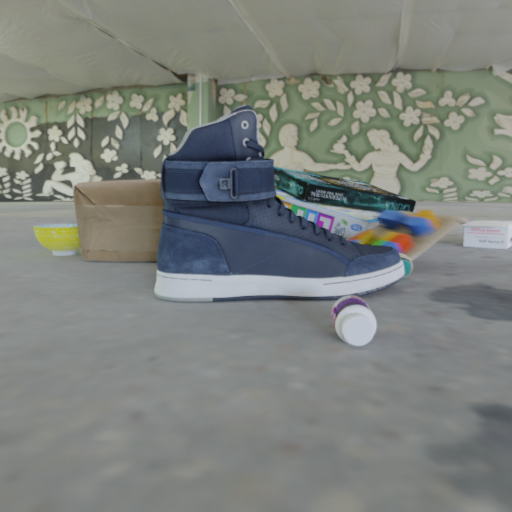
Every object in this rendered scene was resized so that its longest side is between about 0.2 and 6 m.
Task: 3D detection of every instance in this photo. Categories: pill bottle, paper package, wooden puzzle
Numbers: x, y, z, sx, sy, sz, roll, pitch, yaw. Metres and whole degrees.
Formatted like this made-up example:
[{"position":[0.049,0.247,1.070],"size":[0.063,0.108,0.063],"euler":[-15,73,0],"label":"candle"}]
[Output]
[{"position":[0.914,0.613,5.222],"size":[0.372,0.372,0.668],"euler":[0,7,3],"label":"pill bottle"},{"position":[-1.866,-0.815,11.647],"size":[2.898,1.573,3.040],"euler":[1,8,4],"label":"paper package"},{"position":[2.402,-0.369,9.845],"size":[1.893,0.438,1.753],"euler":[-31,18,-16],"label":"wooden puzzle"}]

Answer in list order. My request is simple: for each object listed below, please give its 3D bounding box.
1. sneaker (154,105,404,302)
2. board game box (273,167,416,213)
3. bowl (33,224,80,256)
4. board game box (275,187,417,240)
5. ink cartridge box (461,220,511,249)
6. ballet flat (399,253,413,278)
[{"position":[0.406,-0.692,7.372],"size":[3.427,2.476,1.303],"euler":[0,5,-14],"label":"sneaker"},{"position":[1.931,-1.515,13.069],"size":[2.972,0.418,2.010],"euler":[5,16,-27],"label":"board game box"},{"position":[-3.977,-0.331,11.593],"size":[1.154,0.621,1.154],"euler":[-1,7,0],"label":"bowl"},{"position":[2.027,-0.994,13.577],"size":[2.915,0.742,4.336],"euler":[21,16,27],"label":"board game box"},{"position":[5.455,-0.502,13.109],"size":[0.992,0.570,1.693],"euler":[5,9,33],"label":"ink cartridge box"},{"position":[1.587,0.077,8.606],"size":[1.598,0.555,0.555],"euler":[6,6,-8],"label":"ballet flat"}]
